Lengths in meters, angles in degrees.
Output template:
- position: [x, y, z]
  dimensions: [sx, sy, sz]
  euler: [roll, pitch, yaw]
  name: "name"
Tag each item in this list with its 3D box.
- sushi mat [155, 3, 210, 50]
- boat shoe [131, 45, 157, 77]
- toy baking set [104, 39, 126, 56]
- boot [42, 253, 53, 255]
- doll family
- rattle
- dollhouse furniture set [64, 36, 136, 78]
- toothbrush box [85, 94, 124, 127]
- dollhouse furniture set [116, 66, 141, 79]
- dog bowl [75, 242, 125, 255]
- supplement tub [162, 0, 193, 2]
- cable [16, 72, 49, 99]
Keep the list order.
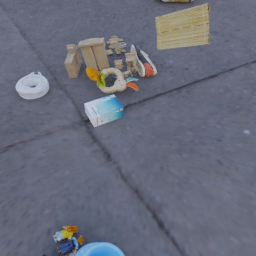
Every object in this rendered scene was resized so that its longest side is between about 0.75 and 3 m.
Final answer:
- position: [1.390, -2.596, 7.384]
  dimensions: [0.118, 0.931, 1.946]
  euler: [-11, 15, -33]
  name: "sushi mat"
- position: [0.532, -2.535, 10.477]
  dimensions: [0.552, 0.629, 1.766]
  euler: [-11, 48, -13]
  name: "boat shoe"
- position: [-0.605, -3.353, 11.659]
  dimensions: [1.042, 0.158, 1.357]
  euler: [4, 45, 0]
  name: "toy baking set"
- position: [-1.484, 2.996, 4.981]
  dimensions: [1.239, 0.429, 1.078]
  euler: [34, 53, 27]
  name: "boot"
- position: [-1.190, 2.305, 5.712]
  dimensions: [0.529, 0.384, 0.852]
  euler: [-20, 48, -19]
  name: "doll family"
- position: [-0.456, -1.667, 9.159]
  dimensions: [1.472, 1.051, 0.958]
  euler: [20, 64, 27]
  name: "rattle"
- position: [-0.994, -2.693, 9.905]
  dimensions: [2.426, 1.257, 1.074]
  euler: [-5, 46, 10]
  name: "dollhouse furniture set"
- position: [-0.729, -0.545, 8.578]
  dimensions: [1.005, 0.428, 0.735]
  euler: [-20, 48, -20]
  name: "toothbrush box"
- position: [-0.002, -1.812, 9.952]
  dimensions: [0.836, 0.433, 0.370]
  euler: [-27, 85, -19]
  name: "dollhouse furniture set"
- position: [-0.639, 2.880, 4.789]
  dimensions: [1.089, 0.484, 1.954]
  euler: [31, 49, -2]
  name: "dog bowl"
- position: [2.539, -7.559, 14.933]
  dimensions: [2.102, 1.528, 1.528]
  euler: [-2, 45, -2]
  name: "supplement tub"
- position: [-3.238, -1.408, 9.507]
  dimensions: [1.073, 0.371, 1.072]
  euler: [-31, 54, -27]
  name: "cable"
